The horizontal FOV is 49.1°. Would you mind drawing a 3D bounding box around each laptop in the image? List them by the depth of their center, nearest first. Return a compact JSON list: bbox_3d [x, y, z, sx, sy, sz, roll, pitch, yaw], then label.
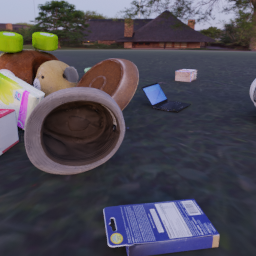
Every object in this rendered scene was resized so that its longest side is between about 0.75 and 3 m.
[{"bbox_3d":[1.297,-1.050,9.342,1.320,0.682,1.170,12,22,31],"label":"laptop"}]

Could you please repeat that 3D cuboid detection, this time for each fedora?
[{"bbox_3d":[-0.920,-0.015,4.803,1.698,1.501,0.767,-10,23,-23],"label":"fedora"}]

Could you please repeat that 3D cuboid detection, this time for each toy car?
[{"bbox_3d":[-2.381,-1.295,8.062,2.207,2.297,2.797,-18,37,-42],"label":"toy car"}]

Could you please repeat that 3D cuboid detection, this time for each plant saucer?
[{"bbox_3d":[-0.673,-0.978,6.888,2.021,2.021,0.348,19,-17,44],"label":"plant saucer"}]

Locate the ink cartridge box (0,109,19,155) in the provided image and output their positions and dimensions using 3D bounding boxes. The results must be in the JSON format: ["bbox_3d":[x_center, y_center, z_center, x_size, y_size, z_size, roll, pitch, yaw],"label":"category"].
[{"bbox_3d":[-3.461,0.115,5.637,1.926,0.803,1.399,2,19,6],"label":"ink cartridge box"}]

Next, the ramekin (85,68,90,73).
[{"bbox_3d":[-0.906,-2.078,12.033,1.869,0.913,1.869,0,18,0],"label":"ramekin"}]

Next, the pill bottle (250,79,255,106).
[{"bbox_3d":[4.255,-0.824,7.601,1.378,1.378,2.367,2,18,5],"label":"pill bottle"}]

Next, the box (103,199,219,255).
[{"bbox_3d":[0.348,1.183,3.394,1.249,0.202,0.757,-2,18,-9],"label":"box"}]

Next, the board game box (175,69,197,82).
[{"bbox_3d":[3.080,-2.793,14.816,0.834,0.506,1.046,11,21,29],"label":"board game box"}]

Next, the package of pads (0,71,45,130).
[{"bbox_3d":[-2.805,-0.664,7.047,1.370,1.058,0.467,30,30,15],"label":"package of pads"}]
